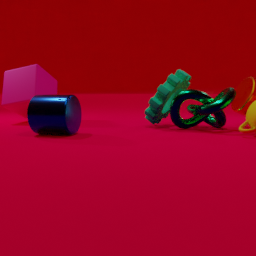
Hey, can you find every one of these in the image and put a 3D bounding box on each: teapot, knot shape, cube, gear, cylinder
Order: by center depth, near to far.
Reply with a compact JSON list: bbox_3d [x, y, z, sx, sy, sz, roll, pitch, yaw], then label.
[{"bbox_3d":[3.313,-0.337,6.767,1.541,0.958,0.755,-35,36,-11],"label":"teapot"},{"bbox_3d":[-1.824,-0.339,7.064,1.008,1.008,1.008,1,8,14],"label":"cylinder"},{"bbox_3d":[2.020,-0.531,7.916,1.730,0.854,1.849,-2,-22,-7],"label":"knot shape"},{"bbox_3d":[3.909,-0.812,8.423,1.121,1.121,1.121,21,5,-7],"label":"cylinder"},{"bbox_3d":[1.224,-0.918,8.552,0.334,1.806,1.806,40,23,18],"label":"gear"},{"bbox_3d":[-3.407,-1.241,9.847,1.324,1.324,1.324,-8,-19,15],"label":"cube"}]
